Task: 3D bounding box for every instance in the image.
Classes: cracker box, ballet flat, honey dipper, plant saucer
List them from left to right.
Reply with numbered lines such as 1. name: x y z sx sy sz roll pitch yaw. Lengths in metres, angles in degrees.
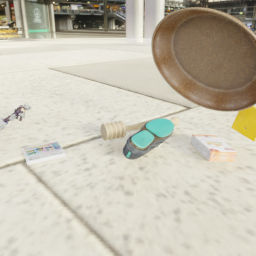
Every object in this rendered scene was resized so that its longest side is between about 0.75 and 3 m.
1. honey dipper: 0.419 -0.076 7.590 2.403 0.456 0.456 -10 24 -29
2. ballet flat: 0.470 0.270 6.611 0.677 0.677 1.853 13 24 30
3. plant saucer: 1.639 -1.361 5.642 2.505 2.505 0.458 18 60 39
4. cracker box: 1.983 0.458 6.586 0.657 0.283 0.981 2 21 -16

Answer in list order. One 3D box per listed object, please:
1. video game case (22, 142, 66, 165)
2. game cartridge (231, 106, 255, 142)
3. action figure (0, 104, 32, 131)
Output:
1. video game case: -1.993 0.578 6.633 0.868 0.103 0.790 -11 24 -24
2. game cartridge: 3.021 -0.165 6.964 0.127 0.786 0.693 -14 41 -40
3. action figure: -3.156 -0.321 7.743 1.140 0.395 0.741 -36 18 -23
